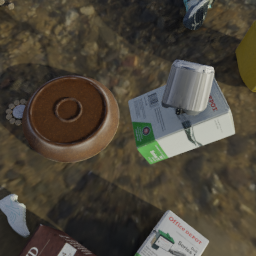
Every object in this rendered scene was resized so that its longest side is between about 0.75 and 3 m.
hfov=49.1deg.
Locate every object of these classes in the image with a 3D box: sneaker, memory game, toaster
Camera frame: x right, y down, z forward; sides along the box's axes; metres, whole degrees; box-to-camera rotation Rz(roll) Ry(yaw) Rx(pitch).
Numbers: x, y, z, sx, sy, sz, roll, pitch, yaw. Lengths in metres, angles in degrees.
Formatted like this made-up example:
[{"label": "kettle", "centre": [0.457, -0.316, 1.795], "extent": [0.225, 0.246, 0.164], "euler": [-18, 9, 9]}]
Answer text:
[{"label": "sneaker", "centre": [-2.895, 2.272, 7.334], "extent": [0.507, 0.445, 1.264], "euler": [-35, 70, -17]}, {"label": "memory game", "centre": [-3.362, -0.500, 8.759], "extent": [0.923, 0.059, 0.923], "euler": [0, 67, 0]}, {"label": "toaster", "centre": [1.023, -0.701, 4.752], "extent": [0.705, 1.240, 0.801], "euler": [18, 108, 22]}, {"label": "sneaker", "centre": [2.405, -4.437, 10.142], "extent": [1.044, 0.939, 2.418], "euler": [23, 60, 19]}]

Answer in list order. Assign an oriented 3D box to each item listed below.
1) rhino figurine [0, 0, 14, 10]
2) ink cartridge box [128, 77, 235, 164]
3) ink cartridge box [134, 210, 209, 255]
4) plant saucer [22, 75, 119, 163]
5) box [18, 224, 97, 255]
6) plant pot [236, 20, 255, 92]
[{"label": "rhino figurine", "centre": [-5.284, -4.228, 10.084], "extent": [2.146, 0.642, 0.938], "euler": [-36, 62, -12]}, {"label": "ink cartridge box", "centre": [1.072, -0.250, 5.884], "extent": [1.884, 0.783, 1.381], "euler": [-22, 48, 16]}, {"label": "ink cartridge box", "centre": [0.976, 3.056, 6.834], "extent": [1.228, 0.709, 1.681], "euler": [35, 71, 14]}, {"label": "plant saucer", "centre": [-1.756, -0.458, 8.480], "extent": [2.995, 0.516, 2.995], "euler": [1, 66, -2]}, {"label": "box", "centre": [-1.310, 3.571, 5.965], "extent": [2.298, 1.887, 1.906], "euler": [29, 69, 12]}, {"label": "plant pot", "centre": [4.435, -2.034, 8.628], "extent": [1.680, 1.669, 1.718], "euler": [5, 73, 2]}]
